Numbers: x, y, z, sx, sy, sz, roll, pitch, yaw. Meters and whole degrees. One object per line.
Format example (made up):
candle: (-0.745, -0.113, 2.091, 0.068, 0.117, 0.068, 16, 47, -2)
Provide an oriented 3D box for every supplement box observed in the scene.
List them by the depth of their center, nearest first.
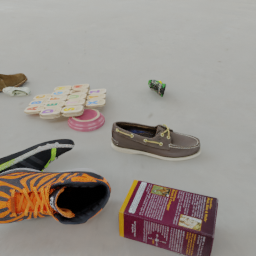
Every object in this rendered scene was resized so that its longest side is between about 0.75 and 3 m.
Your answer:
supplement box: (0.624, 1.383, 4.326, 1.375, 0.589, 0.759, 10, 34, 16)

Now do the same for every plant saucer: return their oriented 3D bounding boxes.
plant saucer: (-1.083, -0.251, 7.264, 0.963, 0.244, 0.963, 0, 32, 0)

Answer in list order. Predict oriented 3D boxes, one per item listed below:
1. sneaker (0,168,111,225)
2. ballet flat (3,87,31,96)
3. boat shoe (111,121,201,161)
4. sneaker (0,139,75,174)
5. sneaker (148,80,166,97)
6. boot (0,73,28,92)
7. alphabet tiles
sneaker: (-1.312, 1.010, 4.168, 2.192, 0.850, 1.228, -9, -1, -15)
ballet flat: (-3.450, -1.105, 8.636, 0.859, 0.298, 0.298, -2, 32, -4)
boat shoe: (0.613, 0.233, 6.154, 2.006, 0.597, 0.720, 7, 33, 10)
sneaker: (-1.796, 0.752, 5.233, 1.785, 0.739, 0.640, -21, 0, -10)
sneaker: (0.857, -1.221, 8.509, 0.438, 0.401, 1.029, 9, 18, -14)
boot: (-4.188, -1.549, 8.882, 1.966, 0.742, 0.724, -21, 36, -32)
alphabet tiles: (-1.718, -0.820, 7.979, 2.191, 0.163, 2.240, -6, 27, 1)
